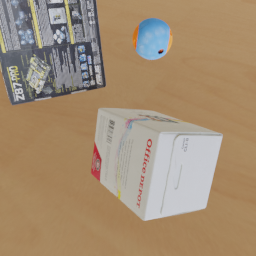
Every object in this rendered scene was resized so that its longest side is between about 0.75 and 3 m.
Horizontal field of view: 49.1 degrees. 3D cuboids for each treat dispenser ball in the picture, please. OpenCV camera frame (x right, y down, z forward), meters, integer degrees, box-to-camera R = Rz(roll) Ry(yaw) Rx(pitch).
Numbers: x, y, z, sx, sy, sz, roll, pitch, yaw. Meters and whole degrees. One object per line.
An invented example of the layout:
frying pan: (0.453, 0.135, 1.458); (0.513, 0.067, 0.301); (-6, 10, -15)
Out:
treat dispenser ball: (0.606, -2.207, 6.960); (0.988, 0.988, 0.988); (0, 46, 0)

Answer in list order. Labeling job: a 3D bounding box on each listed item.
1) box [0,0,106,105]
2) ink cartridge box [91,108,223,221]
box: (-1.341, -1.599, 4.707); (1.740, 2.159, 0.530); (-17, 26, -24)
ink cartridge box: (0.325, 0.406, 4.060); (1.121, 1.127, 1.550); (2, 14, -33)
